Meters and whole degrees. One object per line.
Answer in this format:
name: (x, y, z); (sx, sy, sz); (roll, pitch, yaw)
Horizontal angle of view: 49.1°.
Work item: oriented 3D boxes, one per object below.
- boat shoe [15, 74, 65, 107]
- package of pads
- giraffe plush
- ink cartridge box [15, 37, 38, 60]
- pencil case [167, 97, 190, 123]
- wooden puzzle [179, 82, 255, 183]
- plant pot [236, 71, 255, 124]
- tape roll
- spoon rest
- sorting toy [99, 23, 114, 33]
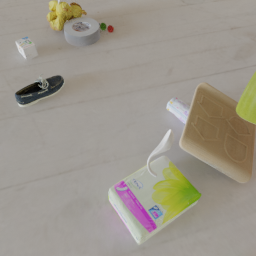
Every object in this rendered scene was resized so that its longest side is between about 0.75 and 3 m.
boat shoe: (-3.352, -1.550, 10.719); (2.046, 0.633, 0.766); (-31, 57, -23)
package of pads: (0.687, 1.897, 7.838); (2.145, 0.731, 1.657); (-27, 57, -21)
giraffe plush: (-2.909, -5.575, 13.642); (1.457, 1.797, 1.550); (-8, 58, -43)
ink cartridge box: (-4.453, -3.515, 12.358); (0.588, 0.585, 0.801); (-32, 58, -22)
pencil case: (2.009, -0.491, 9.874); (0.645, 0.591, 1.423); (-20, 51, -34)
wooden puzzle: (2.915, 0.126, 8.976); (2.468, 0.617, 2.665); (30, 57, -7)
plant pot: (3.935, -1.078, 7.756); (1.490, 1.593, 1.490); (0, 32, 0)
tape roll: (-2.164, -4.569, 13.252); (1.669, 0.551, 1.669); (0, 50, 0)
spoon rest: (0.780, 0.576, 6.851); (0.369, 0.605, 1.217); (23, 96, -1)
sorting toy: (-1.095, -5.011, 13.833); (1.013, 0.351, 0.349); (23, 31, 16)
